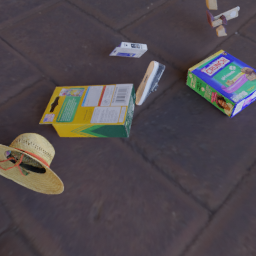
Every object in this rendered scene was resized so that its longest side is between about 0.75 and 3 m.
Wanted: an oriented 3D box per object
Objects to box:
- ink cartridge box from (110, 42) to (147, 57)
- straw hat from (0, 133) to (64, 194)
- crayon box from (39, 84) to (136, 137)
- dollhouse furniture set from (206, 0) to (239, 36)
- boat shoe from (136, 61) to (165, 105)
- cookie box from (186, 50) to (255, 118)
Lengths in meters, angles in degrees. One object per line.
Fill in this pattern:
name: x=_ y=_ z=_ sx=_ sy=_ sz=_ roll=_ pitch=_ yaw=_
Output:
ink cartridge box: x=-0.011 y=-2.866 z=10.273 sx=1.306 sy=0.649 sz=0.256 roll=-5 pitch=79 yaw=-30
straw hat: x=-2.447 y=0.668 z=6.998 sx=2.289 sy=2.289 sz=0.969 roll=15 pitch=53 yaw=10
crayon box: x=-1.151 y=-0.536 z=8.529 sx=2.585 sy=0.667 sz=1.625 roll=1 pitch=51 yaw=14
dollhouse furniture set: x=3.679 y=-4.622 z=10.507 sx=1.201 sy=1.692 sz=1.340 roll=-20 pitch=48 yaw=10
boat shoe: x=0.731 y=-1.395 z=9.113 sx=0.521 sy=1.537 sz=0.551 roll=14 pitch=23 yaw=-23
cookie box: x=3.309 y=-1.565 z=9.473 sx=1.747 sy=0.768 sz=2.043 roll=-33 pitch=57 yaw=-21
